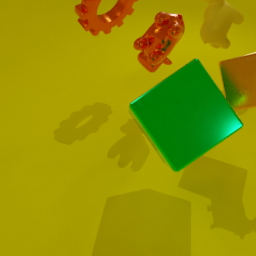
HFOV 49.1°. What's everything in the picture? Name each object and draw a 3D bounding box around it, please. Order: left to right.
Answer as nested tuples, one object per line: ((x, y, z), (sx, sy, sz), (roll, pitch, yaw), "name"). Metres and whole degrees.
((-0.517, -3.360, 7.522), (1.886, 1.886, 0.349), (-29, 71, -28), "gear")
((0.839, -2.158, 7.131), (0.955, 1.739, 1.711), (46, 34, 5), "cow figurine")
((0.950, -0.203, 5.194), (1.381, 1.381, 1.381), (-35, 90, 0), "cube")
((2.401, -3.224, 7.826), (1.675, 1.702, 0.934), (22, 8, -26), "cow figurine")
((2.699, -1.061, 6.189), (1.099, 1.099, 1.099), (-10, 8, 24), "cube")
